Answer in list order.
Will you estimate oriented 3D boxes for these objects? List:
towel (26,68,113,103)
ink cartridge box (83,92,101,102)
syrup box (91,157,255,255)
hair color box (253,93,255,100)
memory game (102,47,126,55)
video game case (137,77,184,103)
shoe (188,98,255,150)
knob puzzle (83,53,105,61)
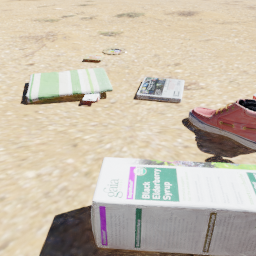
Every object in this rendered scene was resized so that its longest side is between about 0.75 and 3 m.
[{"bbox_3d":[-2.052,-1.543,9.769,2.747,0.321,2.095,-8,32,-10],"label":"towel"},{"bbox_3d":[-1.161,-0.990,9.050,0.444,0.205,0.815,4,33,5],"label":"ink cartridge box"},{"bbox_3d":[0.820,1.251,4.543,2.666,1.086,1.050,3,31,4],"label":"syrup box"},{"bbox_3d":[4.685,-0.988,8.027,1.985,0.635,1.101,-34,46,-14],"label":"hair color box"},{"bbox_3d":[-0.690,-3.768,13.712,1.184,0.075,1.184,0,31,0],"label":"memory game"},{"bbox_3d":[1.162,-1.349,9.662,1.456,0.187,1.601,7,33,11],"label":"video game case"},{"bbox_3d":[2.608,-0.349,7.205,0.802,1.021,2.245,-27,41,-37],"label":"shoe"},{"bbox_3d":[-1.489,-3.199,12.717,1.027,0.142,1.027,0,32,0],"label":"knob puzzle"}]
